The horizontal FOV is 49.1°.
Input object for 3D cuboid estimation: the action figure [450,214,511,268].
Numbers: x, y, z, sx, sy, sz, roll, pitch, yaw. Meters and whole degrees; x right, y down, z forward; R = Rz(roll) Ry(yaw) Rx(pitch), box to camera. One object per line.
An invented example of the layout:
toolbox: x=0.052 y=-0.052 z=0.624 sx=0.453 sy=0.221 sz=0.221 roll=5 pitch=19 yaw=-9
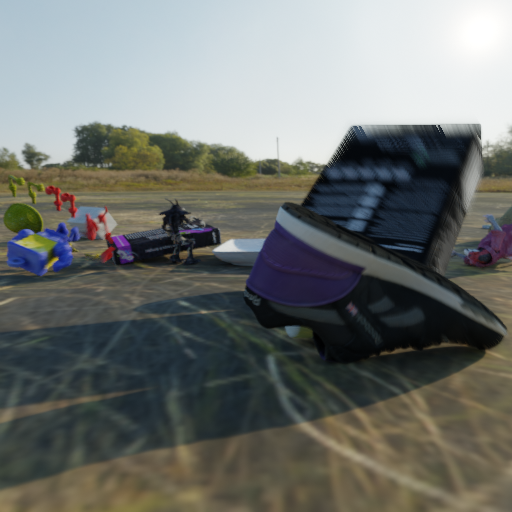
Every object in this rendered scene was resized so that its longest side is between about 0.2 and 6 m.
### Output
action figure: x=3.976 y=-0.049 z=9.438 sx=1.469 sy=0.984 sz=1.094 roll=-25 pitch=68 yaw=-42

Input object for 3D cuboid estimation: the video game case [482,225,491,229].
video game case: x=7.038 y=-0.814 z=15.865 sx=0.818 sy=0.099 sz=0.898 roll=-5 pitch=10 yaw=-34

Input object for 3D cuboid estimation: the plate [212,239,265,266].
plate: x=0.307 y=-0.068 z=10.083 sx=1.887 sy=0.306 sz=1.891 roll=0 pitch=9 yaw=8

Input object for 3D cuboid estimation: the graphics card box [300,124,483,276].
graphics card box: x=1.526 y=-0.552 z=6.802 sx=1.811 sy=0.734 sz=2.887 roll=6 pitch=48 yaw=31

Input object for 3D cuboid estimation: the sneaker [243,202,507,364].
sneaker: x=0.987 y=0.464 z=4.784 sx=2.364 sy=1.035 sz=0.895 roll=24 pitch=12 yaw=-19

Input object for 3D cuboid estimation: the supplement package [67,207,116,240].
supplement package: x=-3.944 y=-0.787 z=13.439 sx=0.924 sy=0.560 sz=0.553 roll=6 pitch=50 yaw=36

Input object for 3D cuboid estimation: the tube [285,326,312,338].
tube: x=0.949 y=0.639 z=5.335 sx=1.351 sy=0.351 sz=0.392 roll=5 pitch=44 yaw=-21

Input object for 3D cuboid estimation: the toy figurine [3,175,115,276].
toy figurine: x=-3.511 y=-0.319 z=8.790 sx=2.203 sy=1.162 sz=1.320 roll=21 pitch=37 yaw=16

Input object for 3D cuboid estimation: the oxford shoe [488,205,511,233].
oxford shoe: x=5.727 y=-0.720 z=11.939 sx=0.987 sy=1.048 sz=2.802 roll=0 pitch=8 yaw=3

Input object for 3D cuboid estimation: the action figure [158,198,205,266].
action figure: x=-1.288 y=-0.448 z=9.631 sx=0.691 sy=1.163 sz=0.593 roll=0 pitch=15 yaw=24

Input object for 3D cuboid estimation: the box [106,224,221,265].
box: x=-1.741 y=-0.270 z=10.391 sx=1.927 sy=0.348 sz=1.378 roll=-13 pitch=13 yaw=-16
